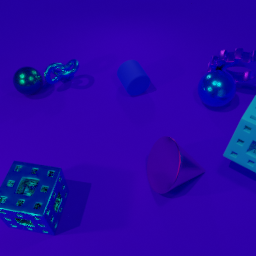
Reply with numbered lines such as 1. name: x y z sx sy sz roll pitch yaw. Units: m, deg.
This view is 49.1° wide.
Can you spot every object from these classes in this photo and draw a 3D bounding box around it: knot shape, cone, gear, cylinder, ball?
1. knot shape: -2.204 -1.989 9.725 1.204 0.594 1.286 -20 5 20
2. cone: 1.531 1.072 7.545 1.492 1.487 1.487 12 46 -25
3. gear: 3.658 -1.926 9.239 1.970 1.970 0.364 12 76 10
4. cylinder: 0.189 -1.742 9.727 0.899 0.899 0.899 -19 55 -15
5. ball: -3.417 -1.612 9.589 0.980 0.980 0.980 0 50 0
6. ball: 2.901 -1.291 9.171 1.216 1.216 1.216 0 50 0

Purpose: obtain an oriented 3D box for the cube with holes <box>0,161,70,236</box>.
1. cube with holes: -2.248 1.685 6.716 1.197 1.197 1.197 8 51 6

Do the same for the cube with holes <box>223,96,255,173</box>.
1. cube with holes: 3.434 0.194 6.969 1.327 1.327 1.327 29 48 21
